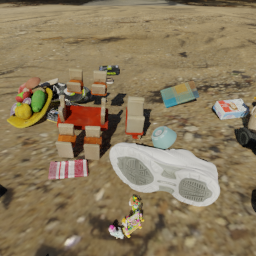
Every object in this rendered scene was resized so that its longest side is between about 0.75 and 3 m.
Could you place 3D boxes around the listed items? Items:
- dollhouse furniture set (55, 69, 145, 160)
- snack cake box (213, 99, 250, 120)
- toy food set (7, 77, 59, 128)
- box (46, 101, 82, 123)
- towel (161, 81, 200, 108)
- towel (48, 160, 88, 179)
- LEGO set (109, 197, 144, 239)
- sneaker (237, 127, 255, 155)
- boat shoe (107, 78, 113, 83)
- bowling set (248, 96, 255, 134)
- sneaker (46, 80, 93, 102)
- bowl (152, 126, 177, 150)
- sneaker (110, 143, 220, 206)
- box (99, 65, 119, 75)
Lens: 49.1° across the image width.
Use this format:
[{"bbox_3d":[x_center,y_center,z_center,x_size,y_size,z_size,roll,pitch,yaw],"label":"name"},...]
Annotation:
[{"bbox_3d":[-0.830,-0.293,8.601,2.611,1.360,2.640,4,59,-4],"label":"dollhouse furniture set"},{"bbox_3d":[3.823,-0.700,10.363,1.111,0.373,0.639,-6,53,-17],"label":"snack cake box"},{"bbox_3d":[-3.688,-1.197,10.384,1.534,0.852,2.608,-10,44,16],"label":"toy food set"},{"bbox_3d":[-2.101,-0.498,10.360,1.453,0.358,1.160,16,35,26],"label":"box"},{"bbox_3d":[2.088,-1.370,11.371,1.417,0.154,1.039,-16,48,11],"label":"towel"},{"bbox_3d":[-1.627,1.120,7.668,1.030,0.117,0.742,-3,28,-9],"label":"towel"},{"bbox_3d":[0.085,1.851,6.083,0.556,0.450,1.208,13,32,21],"label":"LEGO set"},{"bbox_3d":[3.950,0.444,8.641,0.637,0.533,1.404,-2,35,-24],"label":"sneaker"},{"bbox_3d":[-1.155,-2.357,13.743,0.872,0.260,0.313,4,30,7],"label":"boat shoe"},{"bbox_3d":[5.490,-0.266,8.737,2.848,1.529,1.982,-10,31,-16],"label":"bowling set"},{"bbox_3d":[-2.510,-1.419,11.627,2.492,0.921,1.009,13,1,35],"label":"sneaker"},{"bbox_3d":[1.023,0.242,8.423,0.785,0.410,0.785,-28,32,19],"label":"bowl"},{"bbox_3d":[0.928,0.994,7.199,2.836,1.105,1.409,19,27,15],"label":"sneaker"},{"bbox_3d":[-1.027,-3.108,15.079,1.062,0.261,1.100,-3,30,0],"label":"box"}]
